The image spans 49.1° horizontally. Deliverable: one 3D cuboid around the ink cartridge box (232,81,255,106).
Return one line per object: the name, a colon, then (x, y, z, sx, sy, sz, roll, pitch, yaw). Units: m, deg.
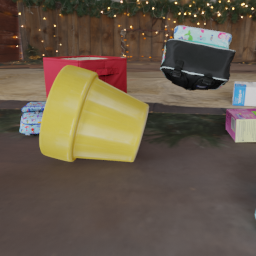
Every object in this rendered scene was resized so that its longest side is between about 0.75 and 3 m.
ink cartridge box: (6.571, -1.704, 14.048, 2.428, 1.024, 1.773, 6, 18, 19)

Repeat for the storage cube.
storage cube: (-1.660, -1.561, 11.151, 2.759, 2.480, 2.358, 15, 23, 42)

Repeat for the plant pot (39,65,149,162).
plant pot: (-0.748, -0.149, 7.242, 2.272, 2.415, 2.415, 17, 18, 0)

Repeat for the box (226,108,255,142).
box: (4.195, -0.133, 9.223, 1.601, 0.774, 1.408, -1, 17, 8)

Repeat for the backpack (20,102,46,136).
backpack: (-3.083, -0.300, 9.658, 1.304, 0.961, 1.428, 0, 18, -2)

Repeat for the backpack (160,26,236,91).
backpack: (1.959, -1.876, 8.095, 1.947, 1.651, 2.194, 14, -4, 11)
